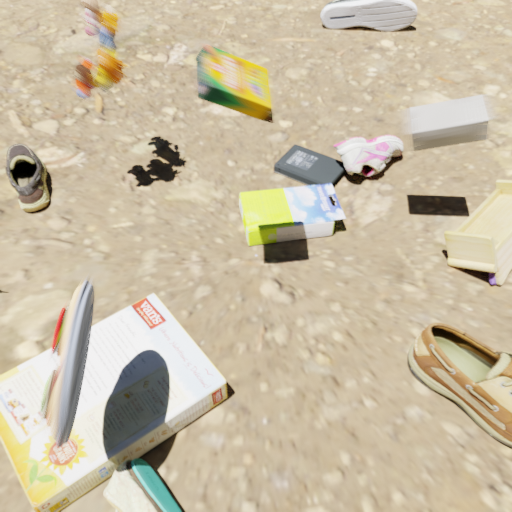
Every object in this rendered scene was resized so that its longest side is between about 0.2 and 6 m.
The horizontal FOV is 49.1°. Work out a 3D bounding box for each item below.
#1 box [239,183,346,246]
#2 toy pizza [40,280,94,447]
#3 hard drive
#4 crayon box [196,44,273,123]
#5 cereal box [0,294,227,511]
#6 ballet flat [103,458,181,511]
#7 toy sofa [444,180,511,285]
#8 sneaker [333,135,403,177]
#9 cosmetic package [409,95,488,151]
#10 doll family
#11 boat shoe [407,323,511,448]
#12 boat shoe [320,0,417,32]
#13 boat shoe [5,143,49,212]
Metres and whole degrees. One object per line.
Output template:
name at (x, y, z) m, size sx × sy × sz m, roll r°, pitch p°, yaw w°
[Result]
box at (0.626, -0.774, 10.137) m, size 1.745 × 0.416 × 1.064 m, roll -7°, pitch 47°, yaw -6°
toy pizza at (-1.927, 1.070, 5.721) m, size 0.265 × 1.672 × 1.672 m, roll 8°, pitch 45°, yaw -11°
hard drive at (1.110, -1.765, 11.228) m, size 1.257 × 0.207 × 0.877 m, roll 25°, pitch 51°, yaw 22°
crayon box at (-0.195, -2.027, 6.641) m, size 1.019 × 0.259 × 0.647 m, roll 11°, pitch 59°, yaw -31°
cereal box at (-2.023, 1.850, 7.548) m, size 2.722 × 0.538 × 1.958 m, roll -28°, pitch 53°, yaw -24°
ballet flat at (-1.004, 3.225, 6.301) m, size 0.659 × 0.712 × 2.113 m, roll -49°, pitch 55°, yaw -3°
toy sofa at (4.152, -0.426, 9.652) m, size 2.032 × 0.991 × 0.841 m, roll -38°, pitch 32°, yaw -30°
sneaker at (2.283, -1.951, 11.154) m, size 1.678 × 0.683 × 0.740 m, roll -11°, pitch 90°, yaw -31°
cosmetic package at (2.976, -2.061, 8.729) m, size 1.104 × 0.498 × 0.590 m, roll -7°, pitch 58°, yaw 14°
doll family at (-2.456, -3.393, 9.079) m, size 0.816 × 1.124 × 1.811 m, roll 5°, pitch 88°, yaw -15°
boat shoe at (3.177, 1.732, 7.407) m, size 2.460 × 0.908 × 0.931 m, roll 29°, pitch 53°, yaw 25°
boat shoe at (3.128, -6.908, 15.610) m, size 2.632 × 0.949 × 0.933 m, roll 4°, pitch 50°, yaw 6°
boat shoe at (-4.451, -1.674, 10.837) m, size 0.730 × 0.646 × 1.993 m, roll -21°, pitch 50°, yaw -19°
